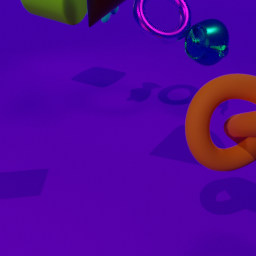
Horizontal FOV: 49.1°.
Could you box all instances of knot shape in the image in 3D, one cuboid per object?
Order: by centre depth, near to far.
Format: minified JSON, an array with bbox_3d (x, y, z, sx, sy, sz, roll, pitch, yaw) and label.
[{"bbox_3d":[1.521,-0.039,3.312,1.708,1.825,0.843,-1,57,-3],"label":"knot shape"}]

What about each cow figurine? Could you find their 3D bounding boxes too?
[{"bbox_3d":[-0.468,-3.098,6.078,0.704,1.261,1.282,14,41,5],"label":"cow figurine"}]

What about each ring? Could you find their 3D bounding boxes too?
[{"bbox_3d":[0.798,-2.624,6.459,1.441,1.441,0.288,-11,-8,-17],"label":"ring"}]

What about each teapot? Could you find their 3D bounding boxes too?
[{"bbox_3d":[1.831,-2.010,6.646,0.865,1.099,1.767,-7,37,-30],"label":"teapot"}]

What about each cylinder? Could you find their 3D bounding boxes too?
[{"bbox_3d":[-1.909,-3.573,7.434,1.352,1.352,1.352,21,38,16],"label":"cylinder"}]

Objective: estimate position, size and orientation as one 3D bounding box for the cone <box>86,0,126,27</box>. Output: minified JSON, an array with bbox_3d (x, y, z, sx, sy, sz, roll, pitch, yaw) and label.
[{"bbox_3d":[-0.112,-1.811,3.046,1.600,1.606,1.600,22,36,-17],"label":"cone"}]
